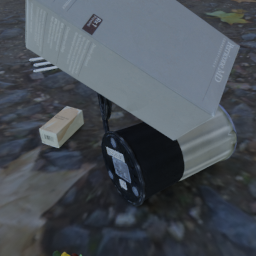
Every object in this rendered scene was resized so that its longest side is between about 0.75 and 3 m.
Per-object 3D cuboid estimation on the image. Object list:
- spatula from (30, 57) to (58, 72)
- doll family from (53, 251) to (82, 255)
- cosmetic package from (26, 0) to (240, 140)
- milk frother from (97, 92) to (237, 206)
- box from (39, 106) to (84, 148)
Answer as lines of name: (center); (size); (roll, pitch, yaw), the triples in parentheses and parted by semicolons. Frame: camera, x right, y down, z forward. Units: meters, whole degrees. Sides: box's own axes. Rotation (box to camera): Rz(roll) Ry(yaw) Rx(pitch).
spatula: (-3.086, -2.844, 12.040); (2.087, 0.168, 1.451); (-16, 44, -19)
doll family: (-0.761, 2.564, 4.116); (1.186, 0.805, 2.051); (-17, 44, -28)
cosmetic package: (0.088, -1.216, 4.200); (2.803, 1.264, 1.497); (29, 63, -6)
milk frother: (0.650, -0.226, 6.225); (2.601, 2.765, 2.496); (-21, 37, -27)
box: (-1.829, -0.053, 7.869); (0.601, 0.492, 1.266); (14, 39, 19)
